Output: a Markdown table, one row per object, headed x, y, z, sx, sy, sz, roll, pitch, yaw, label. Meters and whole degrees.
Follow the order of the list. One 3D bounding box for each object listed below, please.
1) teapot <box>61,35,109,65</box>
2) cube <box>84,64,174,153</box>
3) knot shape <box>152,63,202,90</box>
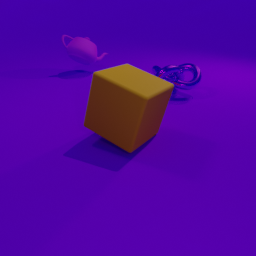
| x | y | z | sx | sy | sz | roll | pitch | yaw | label |
| --- | --- | --- | --- | --- | --- | --- | --- | --- | --- |
| -1.708 | -3.089 | 11.103 | 2.004 | 0.981 | 1.246 | 21 | -5 | -25 | teapot |
| 0.011 | -0.497 | 6.192 | 1.314 | 1.314 | 1.314 | 29 | 32 | 21 | cube |
| 1.539 | -1.647 | 9.028 | 1.624 | 0.802 | 1.736 | -1 | 13 | 12 | knot shape |
